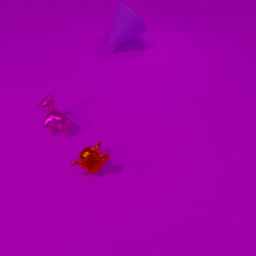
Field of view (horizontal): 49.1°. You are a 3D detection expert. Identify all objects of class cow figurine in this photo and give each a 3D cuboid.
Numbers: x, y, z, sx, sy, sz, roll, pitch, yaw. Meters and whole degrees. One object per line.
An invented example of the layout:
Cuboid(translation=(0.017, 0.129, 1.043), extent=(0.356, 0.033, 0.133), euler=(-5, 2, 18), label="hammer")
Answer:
Cuboid(translation=(-2.000, -0.397, 7.749), extent=(1.028, 0.564, 1.011), euler=(14, 90, 13), label="cow figurine")

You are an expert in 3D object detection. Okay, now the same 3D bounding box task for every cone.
Cuboid(translation=(-0.303, -3.474, 10.317), extent=(1.456, 1.456, 1.462), euler=(40, 93, 30), label="cone")

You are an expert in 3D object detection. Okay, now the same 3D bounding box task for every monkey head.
Cuboid(translation=(-0.832, 0.695, 6.836), extent=(0.668, 0.798, 1.109), euler=(47, 49, 1), label="monkey head")
